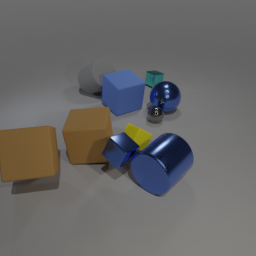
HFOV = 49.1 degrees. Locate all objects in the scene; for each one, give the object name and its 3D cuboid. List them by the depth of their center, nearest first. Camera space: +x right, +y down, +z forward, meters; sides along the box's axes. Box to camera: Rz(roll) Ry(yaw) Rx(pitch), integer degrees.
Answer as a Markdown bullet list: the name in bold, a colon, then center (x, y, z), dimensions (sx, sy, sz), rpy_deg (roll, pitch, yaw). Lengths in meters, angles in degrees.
- **cube**: center (-2.837, 0.705, 8.173), dimensions (1.400, 1.400, 1.400), rpy_deg (-6, 0, -8)
- **cube**: center (-0.215, 0.659, 8.292), dimensions (0.700, 0.700, 0.700), rpy_deg (43, 35, 21)
- **cylinder**: center (1.039, 1.051, 8.462), dimensions (1.400, 1.400, 1.400), rpy_deg (24, 39, 33)
- **cube**: center (-1.300, 0.243, 9.602), dimensions (1.400, 1.400, 1.400), rpy_deg (-4, 33, 4)
- **cube**: center (0.282, 0.337, 9.899), dimensions (0.700, 0.700, 0.700), rpy_deg (26, -1, -42)
- **ball**: center (1.167, -0.575, 11.802), dimensions (0.700, 0.700, 0.700), rpy_deg (0, 32, 0)
- **ball**: center (1.655, -1.385, 12.462), dimensions (1.400, 1.400, 1.400), rpy_deg (0, 32, 0)
- **cube**: center (-0.230, -1.628, 12.624), dimensions (1.400, 1.400, 1.400), rpy_deg (-18, 45, -27)
- **cylinder**: center (-1.519, -2.500, 13.731), dimensions (1.400, 1.400, 1.400), rpy_deg (-30, 13, -39)
- **cube**: center (1.423, -2.661, 15.105), dimensions (0.700, 0.700, 0.700), rpy_deg (-14, 34, -36)
